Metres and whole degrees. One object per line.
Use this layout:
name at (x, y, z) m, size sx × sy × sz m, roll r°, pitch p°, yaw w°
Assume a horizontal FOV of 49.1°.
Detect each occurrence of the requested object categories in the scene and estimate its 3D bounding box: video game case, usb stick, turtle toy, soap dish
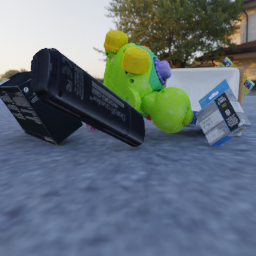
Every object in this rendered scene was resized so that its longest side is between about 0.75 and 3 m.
video game case at (1.863, -0.173, 7.129) m, size 1.362 × 0.341 × 1.503 m, roll 13°, pitch 2°, yaw -22°
usb stick at (-0.428, -0.321, 4.489) m, size 0.455 × 0.773 × 2.788 m, roll -11°, pitch -21°, yaw 24°
turtle toy at (0.327, -0.924, 6.738) m, size 1.505 × 2.170 × 2.978 m, roll -5°, pitch 37°, yaw -28°
soap dish at (2.312, -0.927, 8.728) m, size 2.321 × 1.826 × 0.943 m, roll 4°, pitch -7°, yaw 23°

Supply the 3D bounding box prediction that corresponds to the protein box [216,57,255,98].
protein box at (3.859, -1.671, 11.275) m, size 1.552 × 1.563 × 1.055 m, roll -48°, pitch -6°, yaw 39°

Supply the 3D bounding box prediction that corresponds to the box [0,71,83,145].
box at (-2.052, -0.503, 6.224) m, size 0.784 × 1.403 × 1.987 m, roll -39°, pitch 28°, yaw -27°

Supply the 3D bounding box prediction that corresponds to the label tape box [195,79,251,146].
label tape box at (1.769, -0.316, 5.518) m, size 0.352 × 1.113 × 0.803 m, roll 2°, pitch -33°, yaw -38°

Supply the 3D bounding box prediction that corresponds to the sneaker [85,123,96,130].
sneaker at (-0.419, -0.343, 8.159) m, size 1.667 × 0.678 × 0.736 m, roll -1°, pitch 10°, yaw -10°
